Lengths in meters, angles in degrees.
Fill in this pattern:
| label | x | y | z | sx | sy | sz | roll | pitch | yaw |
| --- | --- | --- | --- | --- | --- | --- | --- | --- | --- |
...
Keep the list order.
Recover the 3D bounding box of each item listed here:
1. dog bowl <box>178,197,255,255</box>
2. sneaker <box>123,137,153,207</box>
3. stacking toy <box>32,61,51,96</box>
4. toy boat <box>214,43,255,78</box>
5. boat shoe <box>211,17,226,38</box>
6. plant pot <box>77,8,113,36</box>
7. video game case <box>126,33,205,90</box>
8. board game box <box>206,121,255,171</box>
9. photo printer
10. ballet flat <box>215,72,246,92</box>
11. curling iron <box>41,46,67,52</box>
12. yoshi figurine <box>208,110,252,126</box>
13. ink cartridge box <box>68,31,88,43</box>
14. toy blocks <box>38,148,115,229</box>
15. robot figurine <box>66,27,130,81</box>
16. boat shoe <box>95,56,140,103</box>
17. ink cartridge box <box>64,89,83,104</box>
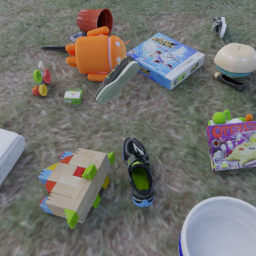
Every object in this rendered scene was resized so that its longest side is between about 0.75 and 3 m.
| label | x | y | z | sx | sy | sz | roll | pitch | yaw |
| --- | --- | --- | --- | --- | --- | --- | --- | --- | --- |
| dog bowl | 2.527 | 3.052 | 7.081 | 2.424 | 0.955 | 2.424 | 0 | 49 | 0 |
| sneaker | 0.357 | 1.201 | 8.640 | 0.841 | 0.983 | 2.372 | -6 | 50 | -7 |
| stacking toy | -3.639 | -1.995 | 11.348 | 0.512 | 1.098 | 1.213 | -3 | 50 | 12 |
| toy boat | 5.047 | -2.498 | 11.645 | 2.904 | 1.350 | 2.441 | 21 | 38 | 22 |
| boat shoe | 4.600 | -5.182 | 14.270 | 0.626 | 0.676 | 1.832 | 11 | 50 | 4 |
| plant pot | -1.715 | -5.300 | 14.019 | 1.400 | 1.440 | 1.440 | 18 | 52 | 25 |
| video game case | 1.618 | -3.080 | 12.536 | 2.689 | 0.611 | 2.437 | 36 | 58 | 27 |
| board game box | 3.890 | 0.552 | 9.170 | 2.493 | 0.403 | 1.496 | -6 | 77 | -5 |
| photo printer | -5.037 | 0.847 | 8.972 | 2.667 | 0.926 | 2.219 | 14 | 51 | 11 |
| ballet flat | 4.296 | -2.011 | 11.751 | 1.443 | 0.410 | 0.480 | 36 | 57 | 27 |
| curling iron | -2.679 | -3.876 | 13.308 | 2.809 | 0.359 | 0.696 | -6 | 92 | 0 |
| yoshi figurine | 3.579 | -0.217 | 9.781 | 1.481 | 0.829 | 0.832 | 1 | 8 | 9 |
| ink cartridge box | -2.337 | -4.452 | 13.940 | 0.680 | 0.268 | 1.367 | -37 | 58 | -27 |
| toy blocks | -1.751 | 1.560 | 8.341 | 1.807 | 1.321 | 2.644 | 8 | 48 | 22 |
| robot figurine | -1.238 | -3.139 | 11.907 | 2.691 | 1.569 | 1.936 | -2 | 53 | 2 |
| boat shoe | -0.404 | -1.507 | 8.771 | 1.747 | 0.623 | 0.526 | -43 | 59 | 11 |
| ink cartridge box | -2.185 | -1.361 | 11.266 | 0.611 | 0.313 | 0.826 | 2 | 50 | 1 |
